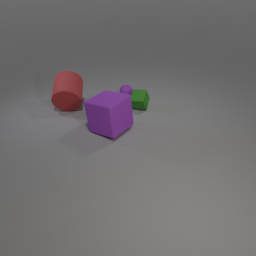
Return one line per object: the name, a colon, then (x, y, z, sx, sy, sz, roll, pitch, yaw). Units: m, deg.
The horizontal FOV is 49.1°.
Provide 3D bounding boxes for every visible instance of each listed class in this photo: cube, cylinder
cube: (0.575, -1.376, 13.506, 0.700, 0.700, 0.700, 4, 62, 23)
cylinder: (-2.882, -1.765, 13.414, 1.400, 1.400, 1.400, -1, 53, -2)
cube: (-0.767, -0.610, 11.676, 1.400, 1.400, 1.400, 15, 36, 34)

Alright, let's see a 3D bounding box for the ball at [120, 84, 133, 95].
ball: (-0.096, -1.936, 14.734, 0.700, 0.700, 0.700, 0, 31, 0)
